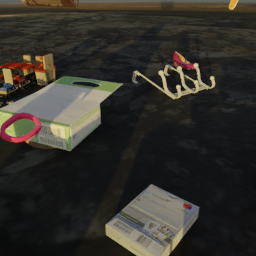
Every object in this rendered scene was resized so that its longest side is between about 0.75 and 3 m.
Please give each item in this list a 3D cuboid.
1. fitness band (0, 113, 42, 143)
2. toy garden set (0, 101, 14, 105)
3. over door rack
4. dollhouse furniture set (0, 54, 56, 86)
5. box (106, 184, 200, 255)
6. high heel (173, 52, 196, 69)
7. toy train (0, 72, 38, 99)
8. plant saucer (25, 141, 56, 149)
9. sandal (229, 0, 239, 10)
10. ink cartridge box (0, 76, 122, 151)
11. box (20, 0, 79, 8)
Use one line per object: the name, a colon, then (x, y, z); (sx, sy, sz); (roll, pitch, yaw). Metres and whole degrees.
fitness band: (-1.929, -0.010, 5.079); (0.579, 0.151, 0.807); (25, 36, 4)
toy garden set: (-3.589, -0.586, 7.927); (1.254, 0.250, 1.045); (-3, 25, -6)
over door rack: (1.657, -1.981, 10.616); (1.948, 0.878, 2.637); (-17, 32, -32)
dollhouse furniture set: (-4.018, -2.426, 11.175); (2.167, 1.129, 2.191); (8, 28, 16)
box: (0.418, 1.491, 4.513); (0.985, 0.260, 1.263); (20, 34, 33)
high heel: (2.676, -3.143, 13.086); (1.374, 0.660, 0.463); (20, 33, 34)
toy train: (-3.929, -1.615, 10.284); (0.375, 0.504, 2.200); (7, 28, 15)
plant saucer: (-1.910, 0.037, 7.378); (1.646, 0.242, 1.646); (0, 26, 0)
sandal: (3.508, -4.289, 9.188); (0.235, 0.818, 0.314); (-16, 50, -31)
ink cartridge box: (-1.647, -0.575, 7.533); (2.114, 0.697, 2.906); (11, 29, 20)
box: (-2.441, -4.358, 8.667); (1.925, 0.964, 0.721); (11, -3, 21)
